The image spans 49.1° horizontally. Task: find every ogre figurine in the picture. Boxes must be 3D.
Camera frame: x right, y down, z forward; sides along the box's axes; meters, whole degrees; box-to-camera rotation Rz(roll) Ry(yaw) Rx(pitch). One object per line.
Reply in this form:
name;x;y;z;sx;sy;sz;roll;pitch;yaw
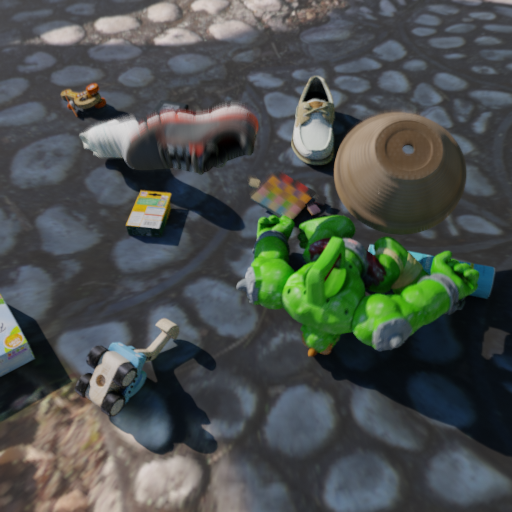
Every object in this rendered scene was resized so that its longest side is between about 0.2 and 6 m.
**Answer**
ogre figurine;1.355;0.361;9.260;3.876;1.902;2.324;34;42;13

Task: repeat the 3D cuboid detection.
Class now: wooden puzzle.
wooden puzzle;0.588;-1.241;11.771;1.665;0.117;0.987;32;59;19

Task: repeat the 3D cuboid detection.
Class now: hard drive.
hard drive;-2.265;-3.501;14.055;0.784;0.185;1.124;13;48;12

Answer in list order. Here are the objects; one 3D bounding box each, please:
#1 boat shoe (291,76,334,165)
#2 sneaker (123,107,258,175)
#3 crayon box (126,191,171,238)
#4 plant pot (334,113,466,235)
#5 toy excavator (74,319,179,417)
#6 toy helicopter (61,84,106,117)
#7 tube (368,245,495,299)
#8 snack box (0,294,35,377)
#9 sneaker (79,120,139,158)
boat shoe;1.355;-3.260;13.306;1.021;0.934;2.732;0;46;0
sneaker;-1.134;-1.827;9.421;2.400;0.925;0.983;-14;48;9
crayon box;-2.169;-0.862;11.482;0.684;0.280;1.087;6;47;5
plant pot;2.519;-1.596;9.579;2.282;1.053;2.282;-1;72;3
toy excavator;-1.927;1.671;8.816;0.735;1.471;1.430;26;95;22
toy helicopter;-4.614;-4.029;14.456;1.367;0.539;0.904;22;59;33
tube;3.136;0.273;10.292;2.254;0.568;0.873;11;36;16
snack box;-4.609;1.356;9.199;1.329;0.533;1.576;-29;54;-25
sneaker;-3.080;-2.425;12.127;0.961;0.844;2.399;-23;23;-27
